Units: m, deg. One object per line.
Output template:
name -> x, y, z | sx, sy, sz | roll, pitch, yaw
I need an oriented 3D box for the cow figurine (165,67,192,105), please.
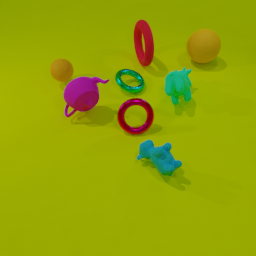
cow figurine -> 1.731, -1.600, 9.633 | 0.859, 1.566, 1.540 | -13, 64, 25

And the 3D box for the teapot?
teapot -> -1.361, -1.044, 8.855 | 1.865, 1.160, 0.913 | -43, 58, 11

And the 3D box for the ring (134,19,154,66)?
ring -> 0.606, -3.329, 11.027 | 0.355, 1.777, 1.777 | -12, 46, -11

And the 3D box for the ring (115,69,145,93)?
ring -> 0.082, -1.747, 10.328 | 1.166, 0.233, 1.166 | 12, 49, -15

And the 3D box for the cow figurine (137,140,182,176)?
cow figurine -> 0.793, 0.813, 7.525 | 0.638, 1.144, 1.163 | -25, 78, -32

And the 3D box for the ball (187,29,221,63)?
ball -> 3.042, -3.294, 11.285 | 1.335, 1.335, 1.335 | 0, 45, 0

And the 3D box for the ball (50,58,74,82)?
ball -> -2.415, -2.110, 10.226 | 0.847, 0.847, 0.847 | 0, 45, 0

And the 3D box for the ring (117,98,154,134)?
ring -> 0.239, -0.357, 8.610 | 1.148, 1.148, 0.230 | -4, 15, -4
